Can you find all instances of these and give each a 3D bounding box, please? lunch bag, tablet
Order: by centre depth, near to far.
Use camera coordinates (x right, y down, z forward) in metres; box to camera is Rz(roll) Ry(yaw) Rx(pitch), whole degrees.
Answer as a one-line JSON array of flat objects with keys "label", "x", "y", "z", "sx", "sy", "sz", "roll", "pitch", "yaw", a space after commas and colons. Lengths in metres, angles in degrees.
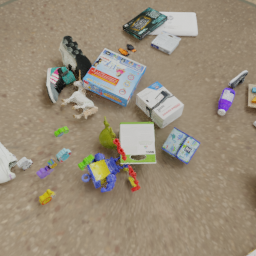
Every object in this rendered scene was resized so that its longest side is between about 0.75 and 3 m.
[{"label": "lunch bag", "x": 1.978, "y": 0.668, "z": 10.482, "sx": 1.145, "sy": 0.730, "sz": 0.974, "roll": 32, "pitch": 90, "yaw": 11}, {"label": "tablet", "x": 2.199, "y": -5.545, "z": 14.776, "sx": 2.840, "sy": 0.194, "sz": 1.848, "roll": 3, "pitch": 58, "yaw": 2}]

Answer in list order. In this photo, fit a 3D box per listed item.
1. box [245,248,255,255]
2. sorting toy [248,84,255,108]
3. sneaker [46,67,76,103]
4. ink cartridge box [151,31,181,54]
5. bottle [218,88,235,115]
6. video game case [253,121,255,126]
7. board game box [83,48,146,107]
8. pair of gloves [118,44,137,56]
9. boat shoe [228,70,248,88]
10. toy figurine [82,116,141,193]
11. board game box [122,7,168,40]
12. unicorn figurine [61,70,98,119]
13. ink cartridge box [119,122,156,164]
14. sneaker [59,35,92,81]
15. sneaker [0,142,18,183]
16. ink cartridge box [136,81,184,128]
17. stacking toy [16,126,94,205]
[{"label": "box", "x": 3.619, "y": 4.200, "z": 8.585, "sx": 2.121, "sy": 0.410, "sz": 0.440, "roll": -26, "pitch": 62, "yaw": -15}, {"label": "sorting toy", "x": 6.185, "y": -1.293, "z": 11.909, "sx": 2.014, "sy": 0.296, "sz": 1.489, "roll": 10, "pitch": 52, "yaw": 11}, {"label": "sneaker", "x": -2.875, "y": -1.972, "z": 12.237, "sx": 1.166, "sy": 0.808, "sz": 1.932, "roll": -13, "pitch": 57, "yaw": 3}, {"label": "ink cartridge box", "x": 1.904, "y": -4.266, "z": 13.955, "sx": 1.115, "sy": 0.246, "sz": 1.136, "roll": 31, "pitch": 61, "yaw": 17}, {"label": "bottle", "x": 4.134, "y": -1.107, "z": 11.878, "sx": 0.540, "sy": 0.422, "sz": 1.293, "roll": 23, "pitch": 61, "yaw": 9}, {"label": "video game case", "x": 6.224, "y": -0.095, "z": 11.383, "sx": 1.643, "sy": 0.195, "sz": 1.495, "roll": -31, "pitch": 63, "yaw": -19}, {"label": "board game box", "x": -0.569, "y": -2.259, "z": 12.314, "sx": 2.123, "sy": 0.593, "sz": 2.078, "roll": 26, "pitch": 61, "yaw": 5}, {"label": "pair of gloves", "x": -0.022, "y": -3.850, "z": 13.783, "sx": 0.751, "sy": 0.093, "sz": 0.669, "roll": -35, "pitch": 64, "yaw": -21}, {"label": "boat shoe", "x": 5.036, "y": -2.163, "z": 12.555, "sx": 1.133, "sy": 0.406, "sz": 0.384, "roll": -34, "pitch": 64, "yaw": -17}, {"label": "toy figurine", "x": -0.954, "y": 1.210, "z": 9.893, "sx": 1.712, "sy": 1.507, "sz": 2.857, "roll": -25, "pitch": 60, "yaw": -9}, {"label": "board game box", "x": 0.882, "y": -5.407, "z": 14.446, "sx": 1.990, "sy": 0.280, "sz": 1.346, "roll": -41, "pitch": 61, "yaw": -17}, {"label": "unicorn figurine", "x": -2.059, "y": -1.231, "z": 11.826, "sx": 1.438, "sy": 0.773, "sz": 2.094, "roll": -32, "pitch": 77, "yaw": -34}, {"label": "ink cartridge box", "x": 0.342, "y": 0.676, "z": 10.583, "sx": 1.326, "sy": 0.680, "sz": 1.794, "roll": -1, "pitch": 56, "yaw": 0}, {"label": "sneaker", "x": -2.399, "y": -2.948, "z": 12.876, "sx": 0.883, "sy": 1.055, "sz": 2.384, "roll": -24, "pitch": 82, "yaw": -43}, {"label": "sneaker", "x": -4.767, "y": 1.034, "z": 10.440, "sx": 1.131, "sy": 0.850, "sz": 2.270, "roll": -11, "pitch": 63, "yaw": -21}, {"label": "ink cartridge box", "x": 1.310, "y": -0.976, "z": 11.632, "sx": 1.202, "sy": 0.700, "sz": 1.663, "roll": -35, "pitch": 64, "yaw": -19}, {"label": "stacking toy", "x": -2.615, "y": 1.278, "z": 10.083, "sx": 2.398, "sy": 0.563, "sz": 1.808, "roll": -41, "pitch": 66, "yaw": -7}]
